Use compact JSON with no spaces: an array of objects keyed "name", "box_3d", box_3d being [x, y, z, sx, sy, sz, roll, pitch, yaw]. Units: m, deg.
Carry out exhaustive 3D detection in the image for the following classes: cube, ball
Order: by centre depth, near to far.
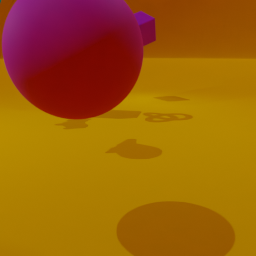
[{"name":"ball","box_3d":[-0.483,-0.704,2.598,1.251,1.251,1.251,0,15,0]},{"name":"cube","box_3d":[0.457,-4.027,11.502,0.987,0.987,0.987,-29,49,-18]}]
